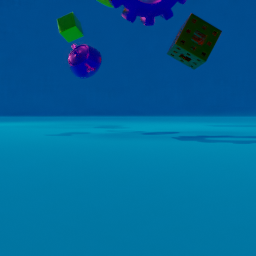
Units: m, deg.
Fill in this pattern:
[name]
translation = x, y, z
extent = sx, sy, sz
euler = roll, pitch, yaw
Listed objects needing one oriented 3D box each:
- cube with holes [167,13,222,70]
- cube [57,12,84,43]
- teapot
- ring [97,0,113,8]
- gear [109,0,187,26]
[cube with holes]
translation = 2.626, -3.429, 11.316
extent = 1.381, 1.381, 1.381
euler = 29, -3, -4
[cube]
translation = -2.329, -4.061, 11.334
extent = 0.730, 0.730, 0.730
euler = -19, -19, 12
[teapot]
translation = -1.481, -2.247, 9.360
extent = 1.168, 1.878, 0.920
euler = -39, -37, 8
[ring]
translation = -0.799, -3.529, 7.112
extent = 1.288, 0.258, 1.288
euler = 30, 29, -18
[gear]
translation = 0.416, -2.949, 5.438
extent = 1.775, 1.775, 0.328
euler = -1, 34, -20
